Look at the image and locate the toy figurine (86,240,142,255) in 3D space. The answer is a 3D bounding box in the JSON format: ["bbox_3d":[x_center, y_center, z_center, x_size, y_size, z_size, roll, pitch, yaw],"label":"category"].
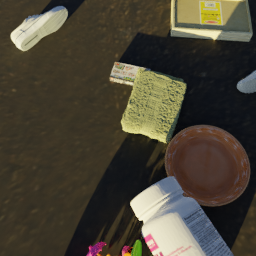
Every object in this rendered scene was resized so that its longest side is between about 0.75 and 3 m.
[{"bbox_3d":[-0.390,3.139,6.418,1.195,0.975,1.298,4,89,17],"label":"toy figurine"}]

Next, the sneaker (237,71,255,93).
[{"bbox_3d":[3.973,-1.512,8.726,1.354,0.517,0.545,-17,47,-6],"label":"sneaker"}]

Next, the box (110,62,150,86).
[{"bbox_3d":[0.069,-1.691,8.913,1.173,0.204,0.646,14,65,6],"label":"box"}]

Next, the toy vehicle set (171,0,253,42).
[{"bbox_3d":[2.888,-3.904,9.875,2.709,0.359,1.683,5,65,2],"label":"toy vehicle set"}]

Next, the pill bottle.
[{"bbox_3d":[1.227,2.495,6.216,1.472,1.472,2.597,-28,67,-13],"label":"pill bottle"}]

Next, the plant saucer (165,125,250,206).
[{"bbox_3d":[2.086,0.993,7.525,2.232,0.418,2.232,0,64,0],"label":"plant saucer"}]

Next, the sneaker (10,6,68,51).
[{"bbox_3d":[-3.032,-3.538,9.471,2.148,0.784,0.760,-42,75,-17],"label":"sneaker"}]

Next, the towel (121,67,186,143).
[{"bbox_3d":[0.790,-0.707,8.245,1.605,0.395,2.164,16,69,0],"label":"towel"}]
